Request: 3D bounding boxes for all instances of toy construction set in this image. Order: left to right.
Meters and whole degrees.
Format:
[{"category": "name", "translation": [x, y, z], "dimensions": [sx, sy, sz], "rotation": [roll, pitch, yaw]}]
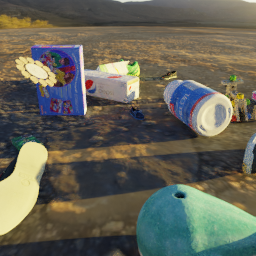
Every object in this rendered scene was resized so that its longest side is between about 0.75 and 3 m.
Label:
[{"category": "toy construction set", "translation": [4.097, -1.089, 10.114], "dimensions": [1.905, 1.464, 1.589], "rotation": [8, 26, 17]}]

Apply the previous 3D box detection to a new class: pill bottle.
[{"category": "pill bottle", "translation": [2.223, -0.824, 9.601], "dimensions": [1.422, 1.422, 2.534], "rotation": [-8, 24, -17]}]

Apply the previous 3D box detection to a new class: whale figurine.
[{"category": "whale figurine", "translation": [1.306, 1.546, 4.406], "dimensions": [2.393, 1.242, 1.904], "rotation": [-4, 22, 15]}]

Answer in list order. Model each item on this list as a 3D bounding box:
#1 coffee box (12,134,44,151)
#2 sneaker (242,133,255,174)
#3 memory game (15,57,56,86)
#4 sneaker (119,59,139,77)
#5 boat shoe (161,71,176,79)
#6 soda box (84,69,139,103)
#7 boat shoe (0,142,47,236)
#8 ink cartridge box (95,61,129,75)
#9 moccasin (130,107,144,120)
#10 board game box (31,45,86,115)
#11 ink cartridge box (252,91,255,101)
[{"category": "coffee box", "translation": [-2.935, 0.475, 8.201], "dimensions": [0.594, 0.213, 0.967], "rotation": [-19, 31, -36]}, {"category": "sneaker", "translation": [3.849, 0.569, 7.144], "dimensions": [2.480, 0.938, 1.087], "rotation": [-22, 33, -38]}, {"category": "memory game", "translation": [-2.696, -1.652, 8.224], "dimensions": [1.281, 0.082, 1.281], "rotation": [31, 27, -18]}, {"category": "sneaker", "translation": [-0.550, -3.249, 15.363], "dimensions": [2.388, 0.998, 0.885], "rotation": [-9, 27, -17]}, {"category": "boat shoe", "translation": [2.243, -2.913, 15.431], "dimensions": [1.141, 0.357, 0.417], "rotation": [-21, 33, -36]}, {"category": "soda box", "translation": [-1.013, -1.935, 12.568], "dimensions": [2.973, 0.946, 1.012], "rotation": [15, 29, 28]}, {"category": "boat shoe", "translation": [-2.359, 1.295, 5.916], "dimensions": [0.846, 0.724, 2.311], "rotation": [29, 34, -16]}, {"category": "ink cartridge box", "translation": [-0.765, -2.740, 14.084], "dimensions": [1.878, 0.632, 1.100], "rotation": [-19, -10, -34]}, {"category": "moccasin", "translation": [0.304, -0.553, 10.348], "dimensions": [0.341, 0.289, 0.847], "rotation": [-15, 29, -30]}, {"category": "board game box", "translation": [-2.451, -1.700, 10.191], "dimensions": [1.681, 2.500, 0.560], "rotation": [0, 26, 0]}, {"category": "ink cartridge box", "translation": [6.117, -1.041, 11.242], "dimensions": [1.276, 0.449, 2.139], "rotation": [-3, 22, -6]}]
